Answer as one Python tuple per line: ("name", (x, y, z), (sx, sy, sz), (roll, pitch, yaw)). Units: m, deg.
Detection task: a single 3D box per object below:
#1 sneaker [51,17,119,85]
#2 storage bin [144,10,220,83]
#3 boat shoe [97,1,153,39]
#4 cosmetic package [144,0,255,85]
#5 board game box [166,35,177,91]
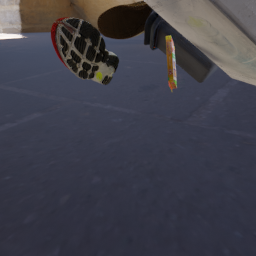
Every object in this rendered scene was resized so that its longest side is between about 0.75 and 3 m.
("sneaker", (-0.766, -1.111, 4.293), (0.784, 0.711, 1.847), (23, -1, 15))
("storage bin", (2.008, -2.555, 6.673), (2.730, 1.833, 1.987), (-43, -8, -5))
("boat shoe", (0.356, -3.090, 7.907), (2.537, 0.904, 0.818), (-2, 23, 24))
("cosmetic package", (1.420, -1.492, 3.398), (1.973, 1.213, 1.966), (36, 11, -16))
("board game box", (0.745, -1.083, 4.805), (0.132, 0.877, 0.419), (-2, -10, 17))
